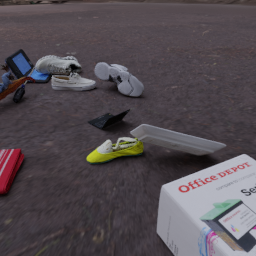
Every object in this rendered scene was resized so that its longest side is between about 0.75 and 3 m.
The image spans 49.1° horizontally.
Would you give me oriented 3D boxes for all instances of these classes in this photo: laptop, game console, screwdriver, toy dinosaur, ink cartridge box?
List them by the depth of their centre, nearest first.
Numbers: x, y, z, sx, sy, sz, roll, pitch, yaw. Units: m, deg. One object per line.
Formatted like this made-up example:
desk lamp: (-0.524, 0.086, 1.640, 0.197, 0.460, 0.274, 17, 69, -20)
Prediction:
ink cartridge box: (2.026, 1.773, 4.215, 2.027, 1.176, 2.800, -15, 32, -24)
laptop: (-0.606, -0.374, 8.743, 1.035, 0.534, 0.917, 26, 38, 38)
toy dinosaur: (-4.393, -1.396, 9.815, 2.033, 1.068, 1.845, 3, 54, -14)
screwdriver: (-4.021, -1.766, 10.917, 0.322, 0.309, 2.214, -4, 45, 5)
game console: (-4.306, -2.830, 12.626, 1.128, 1.627, 1.906, -23, 26, 13)

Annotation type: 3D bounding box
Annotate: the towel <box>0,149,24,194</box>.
towel: (-3.635, 1.047, 6.512, 2.094, 0.235, 1.514, -3, 31, -2)

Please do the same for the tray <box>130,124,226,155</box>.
tray: (1.157, 0.346, 6.773, 2.098, 0.233, 1.127, 14, -15, -12)

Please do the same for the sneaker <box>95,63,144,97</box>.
sneaker: (-0.161, -1.987, 11.239, 2.209, 0.830, 1.270, 30, 22, 17)

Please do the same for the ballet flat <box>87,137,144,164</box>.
ballet flat: (-0.322, 0.515, 7.174, 1.515, 0.508, 0.506, -9, 30, -15)

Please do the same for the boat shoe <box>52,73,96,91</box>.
boat shoe: (-2.207, -1.922, 11.405, 1.816, 0.634, 0.644, 1, 29, 2)

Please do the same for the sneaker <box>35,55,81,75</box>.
sneaker: (-3.147, -2.822, 12.861, 2.171, 0.816, 0.880, -16, 46, -36)
